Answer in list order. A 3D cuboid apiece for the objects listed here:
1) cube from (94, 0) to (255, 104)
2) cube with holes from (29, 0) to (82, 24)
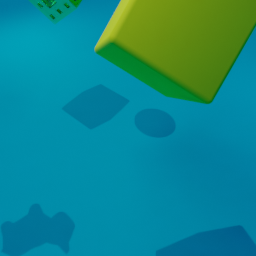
[{"bbox_3d":[0.543,-1.249,3.532,1.350,1.350,1.350,29,2,-17],"label":"cube"},{"bbox_3d":[-1.821,-3.738,7.277,1.202,1.202,1.202,-4,54,49],"label":"cube with holes"}]
